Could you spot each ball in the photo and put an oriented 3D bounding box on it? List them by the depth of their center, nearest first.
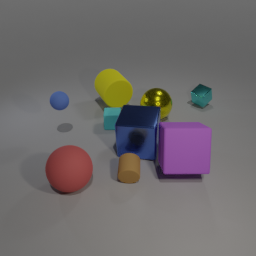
[{"bbox_3d":[-1.762,1.217,8.433,1.400,1.400,1.400,0,31,0],"label":"ball"},{"bbox_3d":[-2.509,-0.995,10.261,0.700,0.700,0.700,0,31,0],"label":"ball"},{"bbox_3d":[1.221,-1.038,12.131,1.400,1.400,1.400,0,31,0],"label":"ball"}]

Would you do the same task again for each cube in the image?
[{"bbox_3d":[1.740,0.589,8.887,1.400,1.400,1.400,0,9,0],"label":"cube"},{"bbox_3d":[0.397,0.128,10.049,1.400,1.400,1.400,4,35,11],"label":"cube"},{"bbox_3d":[-0.644,-0.393,11.746,0.700,0.700,0.700,-1,31,0],"label":"cube"},{"bbox_3d":[3.486,-1.538,13.271,0.700,0.700,0.700,-41,50,-18],"label":"cube"}]

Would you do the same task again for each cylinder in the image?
[{"bbox_3d":[0.039,1.272,8.861,0.700,0.700,0.700,1,43,2],"label":"cylinder"},{"bbox_3d":[-0.679,-1.832,12.888,1.400,1.400,1.400,-13,36,-20],"label":"cylinder"}]
